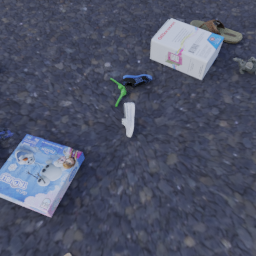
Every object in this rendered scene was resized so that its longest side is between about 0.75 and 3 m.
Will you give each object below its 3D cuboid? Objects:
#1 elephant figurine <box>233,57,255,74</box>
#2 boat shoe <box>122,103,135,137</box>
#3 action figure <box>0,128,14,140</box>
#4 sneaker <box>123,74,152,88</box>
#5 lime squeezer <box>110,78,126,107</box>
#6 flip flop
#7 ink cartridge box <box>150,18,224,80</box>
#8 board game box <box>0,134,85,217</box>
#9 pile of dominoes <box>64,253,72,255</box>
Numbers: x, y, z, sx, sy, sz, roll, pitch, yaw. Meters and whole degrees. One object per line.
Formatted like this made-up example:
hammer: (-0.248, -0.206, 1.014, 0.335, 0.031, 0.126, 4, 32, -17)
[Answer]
elephant figurine: (5.312, -2.796, 12.669, 1.001, 0.708, 0.777, -16, 42, -19)
boat shoe: (-0.014, -0.312, 10.684, 0.454, 1.325, 0.477, 2, 12, -12)
action figure: (-5.786, 0.499, 10.304, 2.715, 1.420, 2.627, -12, 60, -39)
sneaker: (0.431, -2.026, 12.296, 1.301, 0.456, 0.507, -3, 70, -3)
lime squeezer: (-0.374, -1.633, 12.144, 0.579, 0.309, 1.640, -27, 54, 21)
flip flop: (4.449, -4.992, 14.088, 2.677, 0.771, 1.086, 22, 58, 15)
ink cartridge box: (2.660, -3.708, 12.963, 2.749, 1.164, 1.987, 28, 60, 16)
board game box: (-3.092, 1.522, 9.636, 2.374, 0.515, 2.363, 15, 55, 15)
pile of dominoes: (-1.635, 5.046, 7.390, 2.181, 0.445, 2.798, 27, 59, 17)
